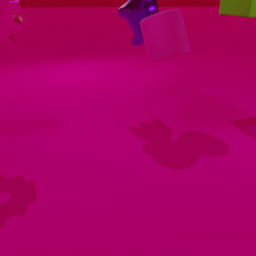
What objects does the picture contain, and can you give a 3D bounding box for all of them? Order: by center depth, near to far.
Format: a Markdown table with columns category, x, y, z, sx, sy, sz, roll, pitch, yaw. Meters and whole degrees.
| category | x | y | z | sx | sy | sz | roll | pitch | yaw |
| --- | --- | --- | --- | --- | --- | --- | --- | --- | --- |
| gear | -2.592 | -1.973 | 4.691 | 1.530 | 1.530 | 0.283 | -8 | 46 | -16 |
| cylinder | 0.801 | -1.955 | 6.042 | 0.904 | 0.904 | 0.904 | -15 | 10 | 3 |
| cow figurine | 0.456 | -2.872 | 6.698 | 0.949 | 1.729 | 1.702 | -31 | 18 | -21 |
| cube | 3.160 | -3.449 | 7.087 | 1.108 | 1.108 | 1.108 | -12 | 28 | -20 |
